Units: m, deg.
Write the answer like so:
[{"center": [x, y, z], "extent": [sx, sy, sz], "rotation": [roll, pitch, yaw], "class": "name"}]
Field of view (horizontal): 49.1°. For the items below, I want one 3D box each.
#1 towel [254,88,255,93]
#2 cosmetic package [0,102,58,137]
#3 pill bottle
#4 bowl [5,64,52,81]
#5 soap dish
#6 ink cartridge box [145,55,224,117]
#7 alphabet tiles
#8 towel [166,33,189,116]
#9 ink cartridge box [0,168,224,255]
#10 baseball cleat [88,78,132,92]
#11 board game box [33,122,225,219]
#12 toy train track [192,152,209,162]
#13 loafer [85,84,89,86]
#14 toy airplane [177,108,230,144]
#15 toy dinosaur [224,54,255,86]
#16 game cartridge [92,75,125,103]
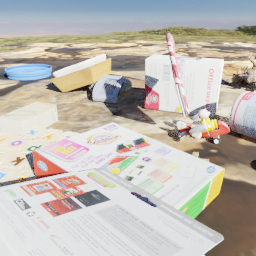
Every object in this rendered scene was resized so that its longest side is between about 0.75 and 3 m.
[{"center": [5.868, -1.588, 12.356], "extent": [0.635, 0.097, 0.833], "rotation": [10, 24, 22], "class": "towel"}, {"center": [-2.960, -0.261, 8.471], "extent": [0.852, 0.601, 1.645], "rotation": [9, 23, 20], "class": "cosmetic package"}, {"center": [3.978, -0.164, 7.398], "extent": [1.225, 1.225, 2.252], "rotation": [-18, 28, -37], "class": "pill bottle"}, {"center": [-5.472, -3.093, 15.508], "extent": [2.471, 0.485, 2.471], "rotation": [0, 22, 0], "class": "bowl"}, {"center": [-1.981, -2.495, 12.728], "extent": [1.988, 1.026, 2.527], "rotation": [-13, 16, 22], "class": "soap dish"}, {"center": [1.923, -1.531, 9.880], "extent": [2.537, 1.873, 1.086], "rotation": [9, 25, 19], "class": "ink cartridge box"}, {"center": [-2.352, 0.631, 6.644], "extent": [2.639, 0.193, 2.581], "rotation": [9, 27, 14], "class": "alphabet tiles"}, {"center": [1.339, -1.434, 7.556], "extent": [0.217, 1.377, 1.911], "rotation": [-13, 53, 14], "class": "towel"}, {"center": [-0.422, 1.497, 3.453], "extent": [2.112, 1.009, 2.406], "rotation": [-6, 21, -44], "class": "ink cartridge box"}, {"center": [-0.814, -2.029, 12.671], "extent": [1.943, 0.678, 1.034], "rotation": [-2, 23, -7], "class": "baseball cleat"}, {"center": [-0.023, 0.849, 5.417], "extent": [2.955, 0.596, 2.261], "rotation": [23, 30, 36], "class": "board game box"}, {"center": [1.293, 0.790, 6.503], "extent": [1.127, 0.183, 0.646], "rotation": [3, 29, 21], "class": "toy train track"}, {"center": [-1.536, -2.253, 13.555], "extent": [1.303, 0.410, 0.468], "rotation": [-4, 23, -10], "class": "loafer"}, {"center": [1.954, -0.094, 7.675], "extent": [1.257, 0.891, 1.262], "rotation": [-12, 26, -26], "class": "toy airplane"}, {"center": [6.016, -2.263, 12.824], "extent": [2.763, 1.186, 1.873], "rotation": [23, -2, 16], "class": "toy dinosaur"}, {"center": [-0.823, -1.629, 11.546], "extent": [1.103, 0.344, 1.657], "rotation": [4, 43, 14], "class": "game cartridge"}]
